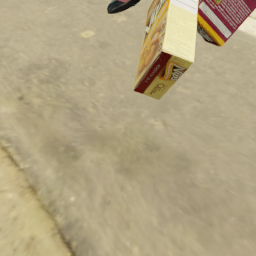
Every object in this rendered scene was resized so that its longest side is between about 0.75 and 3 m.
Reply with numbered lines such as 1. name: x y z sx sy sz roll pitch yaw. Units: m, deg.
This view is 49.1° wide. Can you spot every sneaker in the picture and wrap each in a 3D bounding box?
1. sneaker: 0.008 -2.980 5.956 0.545 0.637 1.553 -27 9 -38

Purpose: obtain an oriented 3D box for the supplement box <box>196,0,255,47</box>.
1. supplement box: 2.162 -2.891 5.940 1.961 1.082 0.840 -49 26 13

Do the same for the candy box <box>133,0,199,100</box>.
1. candy box: 0.571 -1.407 4.113 0.477 0.996 1.726 17 62 -14
